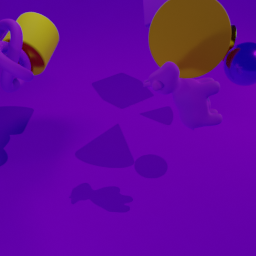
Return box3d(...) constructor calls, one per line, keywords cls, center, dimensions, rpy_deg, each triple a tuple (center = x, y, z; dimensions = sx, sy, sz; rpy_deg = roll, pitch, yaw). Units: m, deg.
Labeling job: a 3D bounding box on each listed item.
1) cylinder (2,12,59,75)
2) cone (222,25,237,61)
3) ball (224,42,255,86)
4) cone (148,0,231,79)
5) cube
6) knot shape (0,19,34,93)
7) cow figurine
box3d(cls="cylinder", center=(-2.533, -2.177, 7.295), dimensions=(1.165, 1.165, 1.165), rpy_deg=(7, 54, 7))
box3d(cls="cone", center=(2.218, -2.344, 7.471), dimensions=(0.958, 0.954, 0.954), rpy_deg=(9, 46, -3))
box3d(cls="ball", center=(2.337, -1.260, 5.540), dimensions=(0.848, 0.848, 0.848), rpy_deg=(0, 46, 0))
box3d(cls="cone", center=(1.210, -2.021, 6.189), dimensions=(1.603, 1.603, 1.609), rpy_deg=(1, 19, 1))
box3d(cls="cube", center=(1.349, -3.617, 8.127), dimensions=(1.342, 1.342, 1.342), rpy_deg=(-5, -2, 39))
box3d(cls="knot shape", center=(-2.610, -1.635, 6.194), dimensions=(0.745, 1.612, 1.508), rpy_deg=(-15, 90, -16))
box3d(cls="cow figurine", center=(0.931, -0.530, 4.845), dimensions=(1.241, 1.262, 0.693), rpy_deg=(-9, 18, 6))
